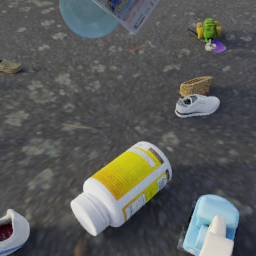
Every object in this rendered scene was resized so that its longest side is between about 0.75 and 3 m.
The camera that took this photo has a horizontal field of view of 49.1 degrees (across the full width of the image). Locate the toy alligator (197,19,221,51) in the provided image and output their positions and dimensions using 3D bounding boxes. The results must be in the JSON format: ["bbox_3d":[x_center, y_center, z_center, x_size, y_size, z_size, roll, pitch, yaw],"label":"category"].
[{"bbox_3d":[3.023,-3.578,10.315,0.812,0.588,2.449,-2,36,9],"label":"toy alligator"}]

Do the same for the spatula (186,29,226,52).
[{"bbox_3d":[2.846,-3.350,10.568,0.524,0.191,1.854,-29,51,-20],"label":"spatula"}]

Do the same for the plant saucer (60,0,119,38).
[{"bbox_3d":[-0.984,-3.539,7.759,2.010,2.010,0.387,-23,42,-22],"label":"plant saucer"}]

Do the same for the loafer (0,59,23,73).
[{"bbox_3d":[-3.955,-2.033,9.101,1.030,0.347,0.392,4,44,5],"label":"loafer"}]

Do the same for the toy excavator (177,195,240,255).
[{"bbox_3d":[1.316,1.589,4.360,0.887,1.776,1.727,18,47,18],"label":"toy excavator"}]

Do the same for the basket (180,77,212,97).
[{"bbox_3d":[1.934,-1.264,8.136,0.805,0.600,0.574,-22,49,-20],"label":"basket"}]

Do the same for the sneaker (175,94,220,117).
[{"bbox_3d":[1.928,-0.665,7.577,1.319,0.531,0.504,-14,44,-16],"label":"sneaker"}]

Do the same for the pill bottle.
[{"bbox_3d":[-0.112,1.135,5.358,1.886,1.030,1.030,-34,53,-30],"label":"pill bottle"}]

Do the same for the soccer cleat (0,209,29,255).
[{"bbox_3d":[-2.619,2.050,4.529,2.041,0.881,0.713,-32,53,-28],"label":"soccer cleat"}]

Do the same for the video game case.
[{"bbox_3d":[0.106,-3.730,7.448,0.226,1.794,2.506,43,15,23],"label":"video game case"}]
